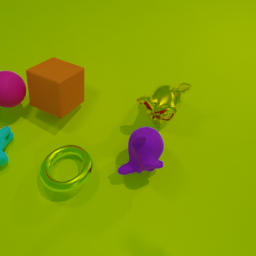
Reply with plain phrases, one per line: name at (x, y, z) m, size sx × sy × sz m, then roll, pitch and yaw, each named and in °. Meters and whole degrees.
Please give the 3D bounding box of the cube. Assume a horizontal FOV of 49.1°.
cube at (-2.045, -1.187, 8.061) m, size 1.156 × 1.156 × 1.156 m, roll 22°, pitch 39°, yaw 18°

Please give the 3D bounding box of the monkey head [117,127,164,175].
monkey head at (0.288, 0.605, 7.398) m, size 1.377 × 1.914 × 1.153 m, roll -16°, pitch 88°, yaw 8°

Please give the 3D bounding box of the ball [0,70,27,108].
ball at (-3.468, -1.113, 8.030) m, size 1.051 × 1.051 × 1.051 m, roll 0°, pitch 63°, yaw 0°

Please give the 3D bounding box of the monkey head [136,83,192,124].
monkey head at (0.875, -0.823, 7.950) m, size 1.299 × 1.806 × 1.088 m, roll 32°, pitch 63°, yaw -31°

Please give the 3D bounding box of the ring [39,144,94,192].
ring at (-1.654, 1.052, 7.546) m, size 1.479 × 0.296 × 1.479 m, roll -5°, pitch 48°, yaw 6°

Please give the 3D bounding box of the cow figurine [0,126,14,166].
cow figurine at (-3.788, 0.462, 7.781) m, size 1.296 × 0.711 × 1.275 m, roll 31°, pitch 63°, yaw 7°
